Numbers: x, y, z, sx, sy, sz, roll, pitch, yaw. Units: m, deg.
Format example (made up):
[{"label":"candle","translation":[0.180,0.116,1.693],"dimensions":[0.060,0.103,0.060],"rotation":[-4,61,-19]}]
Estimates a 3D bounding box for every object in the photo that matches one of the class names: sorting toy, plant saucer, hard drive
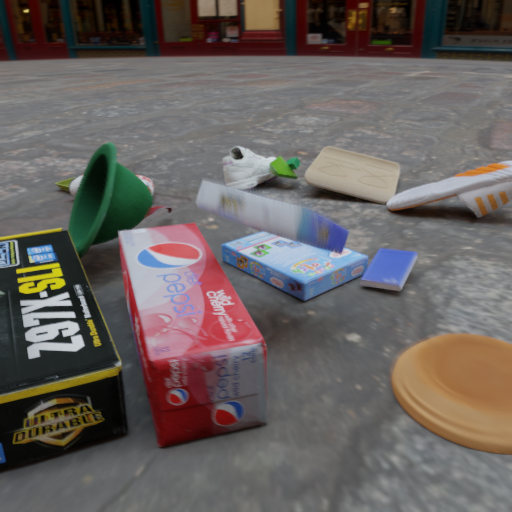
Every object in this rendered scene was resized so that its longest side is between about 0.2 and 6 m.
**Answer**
[{"label":"sorting toy","translation":[1.851,-1.990,13.234],"dimensions":[2.943,0.433,2.176],"rotation":[16,32,11]},{"label":"plant saucer","translation":[-4.099,-1.636,13.073],"dimensions":[0.819,0.196,0.820],"rotation":[16,28,31]},{"label":"plant saucer","translation":[2.473,1.395,6.218],"dimensions":[1.871,0.350,1.871],"rotation":[0,24,0]},{"label":"hard drive","translation":[2.075,0.195,8.718],"dimensions":[0.616,0.118,0.934],"rotation":[7,35,29]}]

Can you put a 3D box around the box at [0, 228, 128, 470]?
[{"label":"box","translation":[-3.469,0.952,6.477],"dimensions":[3.143,0.971,3.936],"rotation":[-9,26,-22]}]

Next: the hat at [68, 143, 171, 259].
[{"label":"hat","translation":[-1.900,-0.732,9.550],"dimensions":[2.032,1.912,2.308],"rotation":[19,47,-31]}]

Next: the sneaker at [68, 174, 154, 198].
[{"label":"sneaker","translation":[-3.133,-1.435,12.121],"dimensions":[1.831,0.612,0.982],"rotation":[-3,22,-14]}]

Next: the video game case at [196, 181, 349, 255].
[{"label":"video game case","translation":[0.239,-0.443,6.880],"dimensions":[1.377,0.345,1.519],"rotation":[17,0,30]}]

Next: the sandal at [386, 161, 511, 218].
[{"label":"sandal","translation":[4.250,-1.187,11.476],"dimensions":[3.012,0.863,1.154],"rotation":[-14,15,21]}]

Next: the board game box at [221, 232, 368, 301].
[{"label":"board game box","translation":[0.602,0.041,9.170],"dimensions":[1.465,0.354,1.937],"rotation":[-19,29,-37]}]

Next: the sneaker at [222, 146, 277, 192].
[{"label":"sneaker","translation":[-0.065,-2.154,13.132],"dimensions":[0.775,1.031,2.070],"rotation":[-8,16,34]}]

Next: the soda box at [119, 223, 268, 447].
[{"label":"soda box","translation":[-0.934,0.695,6.867],"dimensions":[1.190,1.077,3.398],"rotation":[-8,25,-16]}]
